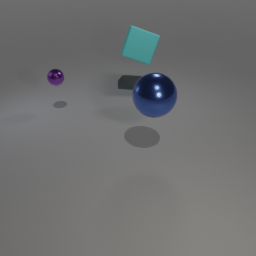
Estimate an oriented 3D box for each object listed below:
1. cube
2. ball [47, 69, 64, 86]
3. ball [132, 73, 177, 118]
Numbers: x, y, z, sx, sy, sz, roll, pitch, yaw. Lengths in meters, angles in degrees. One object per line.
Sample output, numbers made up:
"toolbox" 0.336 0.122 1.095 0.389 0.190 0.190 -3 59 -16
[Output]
"cube" 0.557 -3.985 13.457 1.400 1.400 1.400 17 18 -9
"ball" -3.022 -2.120 11.718 0.700 0.700 0.700 0 31 0
"ball" 0.834 -1.023 8.761 1.400 1.400 1.400 0 31 0
